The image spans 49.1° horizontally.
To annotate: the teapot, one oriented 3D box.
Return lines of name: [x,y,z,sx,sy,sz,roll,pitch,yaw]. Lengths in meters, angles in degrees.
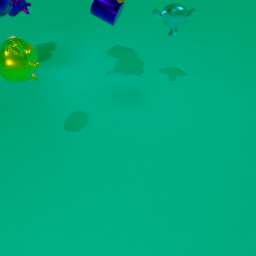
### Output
teapot: [-1.866,-1.148,4.935,0.630,1.286,0.799,14,72,-3]

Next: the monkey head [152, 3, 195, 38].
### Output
monkey head: [1.135,-2.680,6.946,1.049,0.632,0.754,7,74,19]

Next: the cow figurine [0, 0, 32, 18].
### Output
cow figurine: [-3.553,-3.646,8.072,1.574,0.878,1.600,-28,15,-20]

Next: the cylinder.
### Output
cylinder: [-0.607,-3.555,8.272,0.777,0.777,0.777,27,48,-4]

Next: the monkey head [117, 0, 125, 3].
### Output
monkey head: [-0.488,-3.374,6.143,0.989,1.180,1.641,26,69,42]
